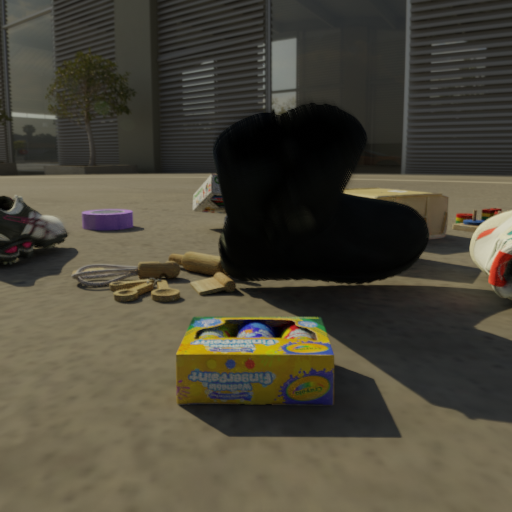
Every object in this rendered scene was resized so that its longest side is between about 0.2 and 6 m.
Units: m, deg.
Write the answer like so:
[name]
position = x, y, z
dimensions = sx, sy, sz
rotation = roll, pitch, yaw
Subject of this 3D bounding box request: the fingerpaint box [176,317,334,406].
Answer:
[fingerpaint box]
position = -0.001, 0.883, 4.945
dimensions = 1.273, 0.467, 1.062
rotation = 0, 11, 2

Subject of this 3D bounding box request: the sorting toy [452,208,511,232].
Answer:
[sorting toy]
position = 6.170, -0.886, 14.184
dimensions = 1.520, 0.533, 3.152
rotation = -8, 13, -34

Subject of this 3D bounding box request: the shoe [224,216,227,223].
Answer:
[shoe]
position = 0.401, -0.921, 13.558
dimensions = 2.315, 0.827, 1.053
rotation = -3, 13, 2

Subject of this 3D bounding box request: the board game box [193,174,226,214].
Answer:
[board game box]
position = 0.072, -1.474, 14.550
dimensions = 3.084, 0.534, 1.947
rotation = 3, -10, -19

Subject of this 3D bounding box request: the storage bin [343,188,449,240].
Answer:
[storage bin]
position = 2.997, -1.031, 13.515
dimensions = 2.298, 1.085, 2.315
rotation = -5, 11, -28

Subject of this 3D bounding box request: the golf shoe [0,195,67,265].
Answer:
[golf shoe]
position = -4.458, -0.636, 10.772
dimensions = 1.054, 1.203, 2.731
rotation = -7, 11, 3

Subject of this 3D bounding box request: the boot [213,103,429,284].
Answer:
[boot]
position = 1.100, -0.723, 7.527
dimensions = 3.387, 1.293, 2.846
rotation = -4, -27, -7

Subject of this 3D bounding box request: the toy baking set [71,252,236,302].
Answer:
[toy baking set]
position = -1.574, 0.234, 8.745
dimensions = 2.174, 0.330, 2.833
rotation = -10, 15, -43

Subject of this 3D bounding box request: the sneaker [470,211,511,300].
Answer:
[sneaker]
position = 3.669, -0.002, 7.599
dimensions = 1.594, 1.200, 3.409
rotation = 3, 12, -14

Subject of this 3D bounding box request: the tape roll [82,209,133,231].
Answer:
[tape roll]
position = -3.940, -0.964, 14.871
dimensions = 1.311, 0.430, 1.311
rotation = 1, 11, 0
